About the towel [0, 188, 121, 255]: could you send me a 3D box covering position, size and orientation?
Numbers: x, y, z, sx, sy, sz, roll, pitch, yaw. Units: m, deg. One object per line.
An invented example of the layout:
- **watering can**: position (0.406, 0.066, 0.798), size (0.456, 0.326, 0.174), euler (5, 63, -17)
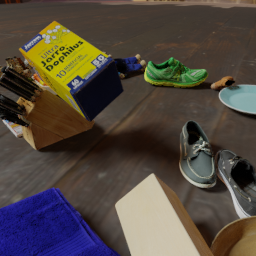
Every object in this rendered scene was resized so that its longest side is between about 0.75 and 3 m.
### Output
- **towel**: position (-1.311, 2.082, 4.560), size (2.076, 0.697, 2.812), euler (-12, 30, -42)

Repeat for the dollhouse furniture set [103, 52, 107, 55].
- **dollhouse furniture set**: position (-1.469, -3.278, 14.459), size (0.996, 0.755, 1.137), euler (10, 53, 17)

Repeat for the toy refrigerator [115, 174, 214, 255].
- **toy refrigerator**: position (0.731, 2.037, 4.442), size (0.999, 0.921, 2.632), euler (-42, 32, 7)

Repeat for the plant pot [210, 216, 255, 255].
- **plant pot**: position (2.634, 2.538, 4.406), size (2.711, 0.373, 2.711), euler (0, 29, 0)

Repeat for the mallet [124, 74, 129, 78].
- **mallet**: position (-0.338, -2.552, 13.500), size (0.788, 0.162, 0.259), euler (12, 32, 28)

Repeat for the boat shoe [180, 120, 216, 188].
- **boat shoe**: position (1.799, 0.599, 7.404), size (0.859, 0.729, 2.359), euler (1, 30, 2)

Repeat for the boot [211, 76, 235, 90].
- **boot**: position (4.181, -1.939, 11.744), size (1.179, 0.452, 0.916), euler (-16, 4, -19)

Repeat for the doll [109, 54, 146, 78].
- **doll**: position (-0.485, -3.077, 13.659), size (2.586, 0.627, 1.764), euler (-15, 54, -28)

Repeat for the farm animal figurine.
- **farm animal figurine**: position (-4.635, -2.537, 12.222), size (2.340, 1.177, 1.890), euler (-6, 21, 39)

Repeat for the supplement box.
- **supplement box**: position (-1.483, -1.535, 7.465), size (2.406, 1.318, 1.310), euler (38, 75, 27)

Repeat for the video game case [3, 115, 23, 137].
- **video game case**: position (-3.472, -0.144, 9.318), size (0.942, 0.115, 1.317), euler (-22, 37, -33)

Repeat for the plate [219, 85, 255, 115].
- **plate**: position (4.683, -1.017, 10.558), size (2.446, 0.313, 2.446), euler (-1, 32, 1)

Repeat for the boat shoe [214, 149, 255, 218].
- **boat shoe**: position (2.600, 1.087, 6.496), size (0.831, 0.787, 2.376), euler (2, 30, 3)

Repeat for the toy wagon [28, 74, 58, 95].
- **toy wagon**: position (-3.256, -2.152, 12.341), size (2.268, 0.578, 2.924), euler (-18, 34, -28)

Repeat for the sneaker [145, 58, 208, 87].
- **sneaker**: position (2.136, -2.449, 12.265), size (2.795, 1.168, 1.035), euler (2, 29, 2)

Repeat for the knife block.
- **knife block**: position (-2.403, -0.777, 8.038), size (2.833, 2.487, 0.906), euler (-23, 38, -34)
